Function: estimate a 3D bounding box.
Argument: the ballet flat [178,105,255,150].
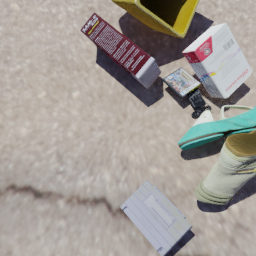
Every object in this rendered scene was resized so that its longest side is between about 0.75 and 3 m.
[{"bbox_3d":[2.480,-0.102,7.551,2.588,0.872,0.911,-12,73,-4],"label":"ballet flat"}]

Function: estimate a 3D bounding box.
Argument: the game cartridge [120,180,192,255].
[{"bbox_3d":[0.664,2.133,6.782,1.021,0.302,1.575,-42,57,-7],"label":"game cartridge"}]

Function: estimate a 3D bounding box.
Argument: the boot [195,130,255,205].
[{"bbox_3d":[2.845,0.998,6.875,2.382,1.842,0.858,-2,40,-33],"label":"boot"}]

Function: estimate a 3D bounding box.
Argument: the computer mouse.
[{"bbox_3d":[1.993,-0.795,8.234,0.618,0.235,0.893,-24,81,5],"label":"computer mouse"}]

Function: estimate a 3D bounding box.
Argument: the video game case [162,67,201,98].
[{"bbox_3d":[1.558,-1.341,8.180,0.755,0.107,0.835,-34,64,-16],"label":"video game case"}]

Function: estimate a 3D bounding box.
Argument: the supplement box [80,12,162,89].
[{"bbox_3d":[-0.174,-2.240,8.249,2.345,1.276,0.714,41,97,15],"label":"supplement box"}]

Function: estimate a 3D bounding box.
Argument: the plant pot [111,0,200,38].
[{"bbox_3d":[0.696,-4.290,8.455,2.241,2.176,2.191,31,101,47],"label":"plant pot"}]

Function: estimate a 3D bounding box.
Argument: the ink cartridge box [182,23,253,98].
[{"bbox_3d":[2.537,-1.854,7.913,1.246,0.723,1.689,-42,112,-9],"label":"ink cartridge box"}]
